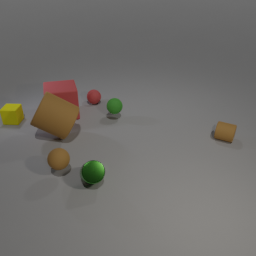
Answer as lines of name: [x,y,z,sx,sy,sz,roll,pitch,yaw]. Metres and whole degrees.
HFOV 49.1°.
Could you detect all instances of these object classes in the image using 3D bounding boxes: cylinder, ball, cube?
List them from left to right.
cube: [-5.041,-0.603,12.203,0.700,0.700,0.700,1,30,3]
cylinder: [-2.786,-0.468,10.718,1.400,1.400,1.400,26,25,-18]
ball: [-2.192,0.981,8.857,0.700,0.700,0.700,0,30,0]
cube: [-2.987,-1.231,12.575,1.400,1.400,1.400,-8,31,-13]
cylinder: [-1.105,1.363,8.608,0.700,0.700,0.700,-10,-8,-16]
ball: [-1.674,-1.539,13.765,0.700,0.700,0.700,0,30,0]
ball: [-0.586,-0.959,12.240,0.700,0.700,0.700,0,30,0]
cylinder: [3.797,0.146,10.918,0.700,0.700,0.700,15,34,23]
